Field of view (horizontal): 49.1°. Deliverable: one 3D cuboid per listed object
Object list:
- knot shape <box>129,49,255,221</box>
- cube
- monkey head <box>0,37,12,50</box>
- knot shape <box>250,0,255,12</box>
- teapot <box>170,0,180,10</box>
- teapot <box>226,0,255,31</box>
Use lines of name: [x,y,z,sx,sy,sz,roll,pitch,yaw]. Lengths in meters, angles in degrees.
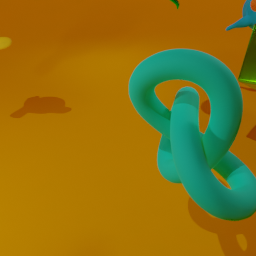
knot shape: [0.760,0.089,3.576,0.944,2.042,1.911,-26,1,-5]
cube: [3.247,-1.370,5.857,1.217,1.217,1.217,21,10,40]
monkey head: [-3.804,-2.132,6.643,1.938,1.168,1.394,27,68,-13]
knot shape: [3.295,-2.661,5.452,1.854,0.915,1.981,-23,57,-22]
teapot: [1.070,-3.023,5.534,0.713,1.457,0.906,19,54,-5]
teapot: [3.639,-3.195,7.663,1.974,1.228,0.967,-32,19,-4]
